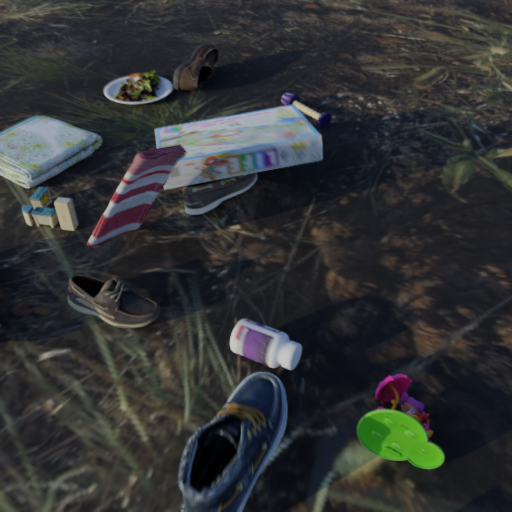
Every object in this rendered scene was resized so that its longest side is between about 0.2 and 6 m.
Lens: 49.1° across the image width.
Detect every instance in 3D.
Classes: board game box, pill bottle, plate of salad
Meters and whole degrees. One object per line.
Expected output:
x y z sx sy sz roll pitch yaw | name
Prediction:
-0.506 -2.620 13.091 3.571 0.611 2.400 -11 33 -5 | board game box
0.169 1.474 9.182 1.084 0.604 0.604 17 43 27 | pill bottle
-3.616 -5.221 17.202 2.098 0.504 2.098 1 41 -1 | plate of salad

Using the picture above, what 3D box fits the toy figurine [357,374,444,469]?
2.196 2.315 8.291 1.284 0.964 1.182 30 35 1 | toy figurine

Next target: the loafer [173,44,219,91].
-1.730 -5.887 17.818 0.877 0.903 2.471 21 51 11 | loafer

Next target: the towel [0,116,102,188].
-5.538 -2.704 14.231 2.126 0.598 2.484 24 46 22 | towel

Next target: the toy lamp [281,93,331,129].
1.386 -4.189 16.029 0.515 0.515 1.770 -26 50 -27 | toy lamp

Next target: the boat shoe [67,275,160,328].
-2.617 0.783 10.067 1.825 0.669 0.680 10 42 12 | boat shoe

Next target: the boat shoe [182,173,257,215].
-0.811 -1.701 12.912 0.791 0.655 2.201 19 42 41 | boat shoe

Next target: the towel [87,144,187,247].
-2.334 -1.183 11.029 0.256 2.253 1.623 41 27 7 | towel

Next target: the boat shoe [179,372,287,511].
-0.212 2.420 7.712 0.958 1.229 2.708 13 41 15 | boat shoe

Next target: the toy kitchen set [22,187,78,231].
-4.439 -1.182 12.324 1.220 0.719 0.977 7 41 7 | toy kitchen set
